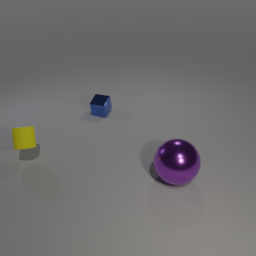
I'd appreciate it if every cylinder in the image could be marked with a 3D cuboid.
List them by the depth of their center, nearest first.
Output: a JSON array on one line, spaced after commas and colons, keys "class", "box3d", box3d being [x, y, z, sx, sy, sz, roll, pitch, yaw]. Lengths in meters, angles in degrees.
[{"class": "cylinder", "box3d": [-3.420, 0.322, 9.215, 0.700, 0.700, 0.700, -6, 2, 0]}]

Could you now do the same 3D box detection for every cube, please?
[{"class": "cube", "box3d": [-1.175, -0.973, 12.223, 0.700, 0.700, 0.700, 10, 49, 16]}]

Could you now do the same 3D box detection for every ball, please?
[{"class": "ball", "box3d": [1.481, 1.018, 8.468, 1.400, 1.400, 1.400, 0, 31, 0]}]
